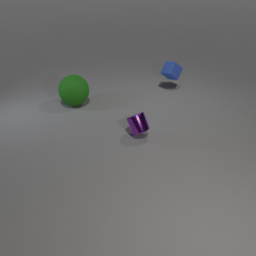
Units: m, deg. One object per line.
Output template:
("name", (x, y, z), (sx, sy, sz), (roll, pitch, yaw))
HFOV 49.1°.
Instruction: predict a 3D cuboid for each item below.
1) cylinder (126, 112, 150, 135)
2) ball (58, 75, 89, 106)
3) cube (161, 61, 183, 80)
("cylinder", (0.383, -0.164, 10.520), (0.700, 0.700, 0.700), (-21, 5, 2))
("ball", (-2.470, -1.728, 12.785), (1.400, 1.400, 1.400), (0, 30, 0))
("cube", (2.239, -2.940, 14.361), (0.700, 0.700, 0.700), (27, -4, -40))
